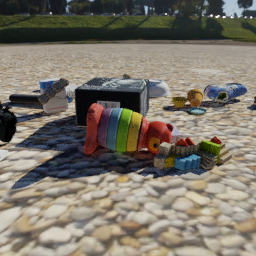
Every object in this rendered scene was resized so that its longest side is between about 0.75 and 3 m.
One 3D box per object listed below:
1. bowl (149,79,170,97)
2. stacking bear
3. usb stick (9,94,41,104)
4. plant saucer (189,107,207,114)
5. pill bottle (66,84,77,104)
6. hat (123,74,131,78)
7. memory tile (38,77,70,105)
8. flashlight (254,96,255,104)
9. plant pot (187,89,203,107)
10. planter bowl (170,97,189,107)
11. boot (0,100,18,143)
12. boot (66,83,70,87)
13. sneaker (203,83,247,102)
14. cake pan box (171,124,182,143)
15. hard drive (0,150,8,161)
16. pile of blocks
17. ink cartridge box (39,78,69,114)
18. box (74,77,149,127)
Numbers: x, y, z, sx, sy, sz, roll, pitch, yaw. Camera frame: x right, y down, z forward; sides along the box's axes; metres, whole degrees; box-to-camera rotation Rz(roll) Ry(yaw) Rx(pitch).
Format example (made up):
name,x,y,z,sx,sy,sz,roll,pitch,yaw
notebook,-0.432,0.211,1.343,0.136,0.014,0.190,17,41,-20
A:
name,x,y,z,sx,sy,sz,roll,pitch,yaw
bowl,1.561,-2.311,15.749,1.682,0.756,1.682,1,21,0
stacking bear,0.097,0.134,8.769,2.564,1.557,1.458,10,22,4
usb stick,-4.575,-1.455,13.912,2.696,0.439,0.747,4,20,13
plant saucer,3.153,-0.774,12.670,0.804,0.110,0.804,-1,21,0
pill bottle,-2.759,-1.638,13.248,0.594,0.594,1.059,-15,-17,-34
hat,0.096,-2.026,14.860,0.698,1.731,1.731,-37,11,21
memory tile,-3.099,-1.568,11.632,1.482,0.124,1.136,-42,33,-7
flashlight,6.874,-1.232,12.919,0.722,0.724,2.132,-25,31,-14
plant pot,3.233,-1.376,13.462,0.781,0.781,0.715,3,37,8
planter bowl,2.471,-1.239,13.516,0.872,0.363,0.872,0,22,0
boot,-4.764,-0.174,9.405,2.019,2.464,0.912,31,46,2
boot,-4.271,-2.560,16.769,1.454,0.525,1.098,19,24,37
sneaker,5.085,-1.718,14.318,2.407,0.911,0.927,-9,40,-14
cake pan box,1.183,0.198,9.905,1.194,0.312,1.100,-3,19,-7
hard drive,-4.457,0.859,8.363,1.374,0.183,0.906,3,22,10
pile of blocks,1.941,0.655,8.096,2.432,0.756,0.998,-8,22,-18
ink cartridge box,-3.331,-1.468,12.600,1.031,1.426,0.601,-14,21,-27
box,-0.532,-1.082,11.488,2.557,1.585,2.514,4,20,10
